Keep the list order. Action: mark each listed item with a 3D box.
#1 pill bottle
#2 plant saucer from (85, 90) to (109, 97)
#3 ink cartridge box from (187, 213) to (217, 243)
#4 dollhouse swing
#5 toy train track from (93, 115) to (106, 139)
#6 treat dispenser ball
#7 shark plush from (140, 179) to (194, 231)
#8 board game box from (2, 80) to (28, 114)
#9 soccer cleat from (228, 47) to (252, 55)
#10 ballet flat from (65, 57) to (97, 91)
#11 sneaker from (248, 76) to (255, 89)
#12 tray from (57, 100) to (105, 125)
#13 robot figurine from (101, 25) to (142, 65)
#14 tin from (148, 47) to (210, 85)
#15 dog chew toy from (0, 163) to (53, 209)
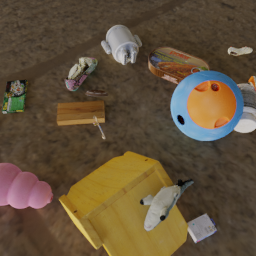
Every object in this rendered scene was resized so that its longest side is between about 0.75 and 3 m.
[{"bbox_3d":[4.615,-0.798,11.188,1.028,1.028,1.805,9,56,6],"label":"pill bottle"},{"bbox_3d":[-1.003,-1.135,9.087,0.757,0.121,0.757,5,16,-1],"label":"plant saucer"},{"bbox_3d":[2.388,3.158,8.929,0.896,0.342,0.611,-22,59,-12],"label":"ink cartridge box"},{"bbox_3d":[-0.046,2.748,9.051,2.943,2.587,2.675,-34,22,-23],"label":"dollhouse swing"},{"bbox_3d":[-1.003,-0.015,9.392,0.158,0.558,0.973,-24,57,-8],"label":"toy train track"},{"bbox_3d":[2.879,-0.812,10.321,2.566,2.566,2.566,0,56,0],"label":"treat dispenser ball"},{"bbox_3d":[1.138,2.117,8.294,0.915,0.839,2.013,17,47,34],"label":"shark plush"},{"bbox_3d":[-4.870,-1.379,12.095,0.894,0.200,1.706,-4,56,-5],"label":"board game box"},{"bbox_3d":[5.428,-3.685,13.559,1.121,0.388,0.435,5,61,12],"label":"soccer cleat"},{"bbox_3d":[-2.085,-2.628,12.542,0.772,0.794,2.232,15,56,26],"label":"ballet flat"},{"bbox_3d":[5.781,-1.356,11.746,0.959,0.790,2.086,2,57,-2],"label":"sneaker"},{"bbox_3d":[-1.922,-0.634,11.497,1.892,0.350,0.933,-4,56,-3],"label":"tray"},{"bbox_3d":[-0.293,-3.971,13.206,1.855,1.235,2.187,-12,57,-16],"label":"robot figurine"},{"bbox_3d":[2.297,-2.796,12.840,2.887,0.604,1.616,26,64,17],"label":"tin"},{"bbox_3d":[-3.560,1.987,9.178,2.229,1.388,1.388,16,57,2],"label":"dog chew toy"}]
